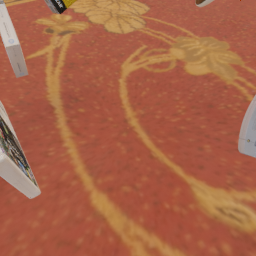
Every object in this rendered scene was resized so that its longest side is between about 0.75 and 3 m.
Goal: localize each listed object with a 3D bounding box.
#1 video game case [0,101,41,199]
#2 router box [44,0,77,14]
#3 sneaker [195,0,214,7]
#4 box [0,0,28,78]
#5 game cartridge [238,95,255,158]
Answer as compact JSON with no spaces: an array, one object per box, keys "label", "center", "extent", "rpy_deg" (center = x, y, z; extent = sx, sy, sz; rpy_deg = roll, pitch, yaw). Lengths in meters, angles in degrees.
[{"label":"video game case","center":[-1.604,-0.016,3.424],"extent":[0.206,1.766,1.605],"rpy_deg":[-25,72,-17]},{"label":"router box","center":[-1.868,-4.371,7.236],"extent":[1.668,2.122,0.554],"rpy_deg":[-47,43,-13]},{"label":"sneaker","center":[2.619,-3.766,7.587],"extent":[0.676,1.598,0.582],"rpy_deg":[22,49,-40]},{"label":"box","center":[-2.561,-1.994,5.981],"extent":[0.303,1.148,1.472],"rpy_deg":[-21,75,-18]},{"label":"game cartridge","center":[2.246,-0.045,4.575],"extent":[0.741,1.113,0.231],"rpy_deg":[18,4,-9]}]
